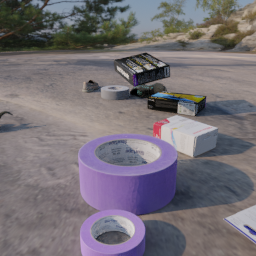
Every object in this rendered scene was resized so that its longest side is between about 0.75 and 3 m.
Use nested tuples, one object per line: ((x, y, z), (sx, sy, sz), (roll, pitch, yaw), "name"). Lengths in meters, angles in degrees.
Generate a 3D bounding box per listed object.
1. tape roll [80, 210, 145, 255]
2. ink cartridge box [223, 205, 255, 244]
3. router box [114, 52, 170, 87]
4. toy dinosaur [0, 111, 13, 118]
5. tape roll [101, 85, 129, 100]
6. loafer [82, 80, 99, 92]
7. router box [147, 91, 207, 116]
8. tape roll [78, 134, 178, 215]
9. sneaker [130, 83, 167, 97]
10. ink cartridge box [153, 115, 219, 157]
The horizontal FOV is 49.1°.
((-0.250, 1.837, 4.702), (1.079, 0.354, 1.079), (0, 19, 0), "tape roll")
((2.835, 1.710, 5.014), (2.154, 0.399, 1.020), (-8, 21, -27), "ink cartridge box")
((0.522, -2.497, 11.669), (1.617, 0.554, 2.168), (-17, 33, -16), "router box")
((-5.277, -0.183, 10.026), (2.184, 0.841, 1.117), (3, 32, -11), "toy dinosaur")
((-0.680, -1.889, 14.900), (1.488, 0.492, 1.488), (-1, 20, 0), "tape roll")
((-2.191, -2.608, 16.731), (0.694, 0.607, 1.931), (4, 20, 11), "loafer")
((2.230, -1.166, 12.740), (2.246, 0.573, 1.675), (11, 22, 28), "router box")
((-0.003, 0.934, 6.367), (2.197, 0.934, 2.197), (1, 20, 0), "tape roll")
((1.053, -1.886, 14.753), (2.166, 0.816, 0.858), (8, 33, 41), "sneaker")
((1.758, 0.208, 8.727), (1.202, 0.698, 1.629), (-16, 27, -37), "ink cartridge box")
